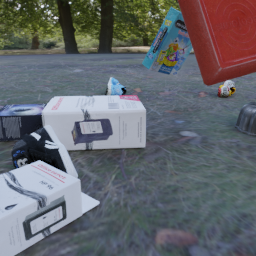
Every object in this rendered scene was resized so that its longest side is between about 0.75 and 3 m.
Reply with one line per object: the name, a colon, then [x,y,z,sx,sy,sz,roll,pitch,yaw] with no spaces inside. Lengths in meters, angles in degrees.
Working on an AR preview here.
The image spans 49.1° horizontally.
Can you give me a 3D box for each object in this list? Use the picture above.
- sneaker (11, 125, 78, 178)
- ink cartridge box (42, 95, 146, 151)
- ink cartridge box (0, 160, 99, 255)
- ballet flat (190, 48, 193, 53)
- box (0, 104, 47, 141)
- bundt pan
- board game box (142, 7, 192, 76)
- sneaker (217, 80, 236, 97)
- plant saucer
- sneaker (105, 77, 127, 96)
sneaker: [-1.869,0.714,6.024,1.095,0.715,1.957,-26,35,-18]
ink cartridge box: [-0.910,-0.216,7.922,2.595,1.095,1.879,-2,18,-5]
ink cartridge box: [-1.572,1.149,4.429,1.196,0.700,2.062,15,24,38]
ballet flat: [2.242,-3.434,11.691,2.188,0.736,0.745,6,-7,-41]
box: [-3.104,-0.207,8.381,1.321,0.820,1.331,-2,19,-9]
bundt pan: [4.484,-0.320,8.770,2.111,0.792,2.111,0,19,0]
board game box: [1.303,-2.372,7.973,1.267,1.678,0.394,1,37,-44]
sneaker: [5.028,-1.889,13.935,0.697,0.660,1.696,16,33,30]
plant saucer: [2.357,-2.256,6.160,2.215,2.220,0.407,-17,1,-19]
sneaker: [-0.570,-1.822,13.666,0.983,0.857,2.185,14,24,-6]
